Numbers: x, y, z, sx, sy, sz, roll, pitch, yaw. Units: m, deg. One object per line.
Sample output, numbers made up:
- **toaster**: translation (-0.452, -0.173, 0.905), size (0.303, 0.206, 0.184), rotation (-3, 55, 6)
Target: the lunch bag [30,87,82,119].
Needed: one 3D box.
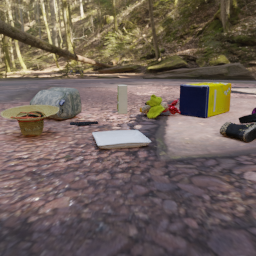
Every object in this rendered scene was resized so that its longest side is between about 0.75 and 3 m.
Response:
- **lunch bag**: translation (-3.421, -1.104, 13.284), size (2.012, 1.402, 1.688), rotation (8, 26, 29)

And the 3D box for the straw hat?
- **straw hat**: translation (-3.471, -0.174, 10.069), size (2.145, 0.908, 2.145), rotation (-1, 17, 0)

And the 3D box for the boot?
- **boot**: translation (4.089, 0.033, 9.907), size (1.507, 0.552, 1.135), rotation (-24, 25, -35)

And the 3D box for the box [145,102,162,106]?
- **box**: translation (1.470, -1.120, 15.130), size (0.835, 0.499, 0.849), rotation (-7, 14, -27)

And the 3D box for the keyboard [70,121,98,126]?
- **keyboard**: translation (-1.884, -0.207, 12.001), size (1.191, 0.123, 0.757), rotation (-4, 13, -13)

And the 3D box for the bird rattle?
- **bird rattle**: translation (1.515, -1.049, 13.859), size (1.639, 1.132, 2.010), rotation (-12, -2, 44)

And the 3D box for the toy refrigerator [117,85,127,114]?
- **toy refrigerator**: translation (-0.315, -1.504, 14.655), size (0.511, 1.459, 0.554), rotation (-3, 14, -9)

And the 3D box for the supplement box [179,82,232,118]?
- **supplement box**: translation (4.054, -1.534, 14.564), size (1.535, 1.544, 2.820), rotation (11, 16, 41)

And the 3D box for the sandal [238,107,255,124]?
- **sandal**: translation (5.610, -0.655, 11.636), size (2.927, 0.701, 1.100), rotation (-5, -11, -42)

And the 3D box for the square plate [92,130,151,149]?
- **square plate**: translation (-0.267, 0.372, 9.171), size (1.662, 0.236, 1.646), rotation (-3, 13, -13)
